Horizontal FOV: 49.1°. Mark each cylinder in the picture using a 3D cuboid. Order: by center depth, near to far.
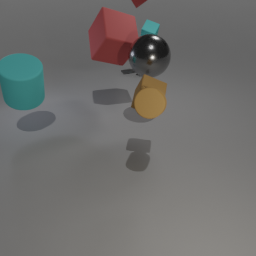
[{"bbox_3d":[0.536,-0.585,6.538,0.700,0.700,0.700,6,7,10],"label":"cylinder"},{"bbox_3d":[-3.591,-1.561,9.538,1.400,1.400,1.400,7,49,-8],"label":"cylinder"}]

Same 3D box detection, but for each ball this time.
[{"bbox_3d":[0.714,-2.372,9.270,1.400,1.400,1.400,0,30,0],"label":"ball"}]

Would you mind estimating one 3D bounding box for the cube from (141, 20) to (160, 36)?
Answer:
[{"bbox_3d":[1.074,-4.738,13.763,0.700,0.700,0.700,23,66,5],"label":"cube"}]

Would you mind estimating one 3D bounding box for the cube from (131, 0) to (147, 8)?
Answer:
[{"bbox_3d":[0.401,-6.021,12.592,0.700,0.700,0.700,-32,60,14],"label":"cube"}]

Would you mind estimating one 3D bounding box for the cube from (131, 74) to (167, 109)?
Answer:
[{"bbox_3d":[0.571,-0.886,7.611,0.700,0.700,0.700,20,53,-9],"label":"cube"}]

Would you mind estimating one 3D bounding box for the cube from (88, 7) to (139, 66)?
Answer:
[{"bbox_3d":[-0.567,-3.427,10.661,1.400,1.400,1.400,4,67,-30],"label":"cube"}]
